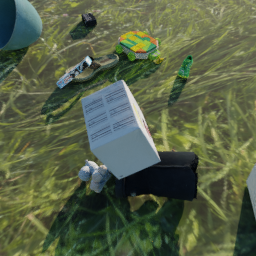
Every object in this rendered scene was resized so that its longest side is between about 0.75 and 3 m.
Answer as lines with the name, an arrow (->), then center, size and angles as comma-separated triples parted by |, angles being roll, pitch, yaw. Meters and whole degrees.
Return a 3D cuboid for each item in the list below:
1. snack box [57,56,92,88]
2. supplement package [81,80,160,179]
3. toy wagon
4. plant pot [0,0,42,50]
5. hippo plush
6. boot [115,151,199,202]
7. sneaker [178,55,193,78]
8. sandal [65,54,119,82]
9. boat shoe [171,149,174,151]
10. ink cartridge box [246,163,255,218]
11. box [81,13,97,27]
snack box -> -1.646, -1.717, 8.604 | 1.163, 0.216, 0.676 | -35, 21, 12
supplement package -> -0.200, 0.067, 7.753 | 1.351, 1.757, 1.837 | -25, 50, 8
toy wagon -> 0.729, -3.983, 13.805 | 1.993, 0.508, 2.568 | -36, 57, -27
plant pot -> -5.356, -5.090, 13.648 | 2.802, 2.802, 1.887 | 39, 25, 29
hippo plush -> -1.042, 1.339, 8.804 | 0.926, 0.918, 1.152 | 28, 55, 22
boot -> 0.916, 0.918, 9.003 | 2.503, 1.138, 2.979 | 0, 52, 2
sneaker -> 2.608, -2.798, 12.689 | 0.535, 0.603, 1.443 | 14, 51, 11
sandal -> -1.663, -2.927, 12.678 | 2.759, 0.787, 1.096 | -32, 56, -25
boat shoe -> 1.665, 1.179, 9.387 | 0.355, 0.356, 0.988 | -39, 65, 7
ink cartridge box -> 4.951, 2.064, 8.052 | 2.471, 1.061, 1.809 | 3, 48, 4
box -> -2.193, -6.114, 15.806 | 0.636, 0.355, 0.901 | -20, 51, -13
